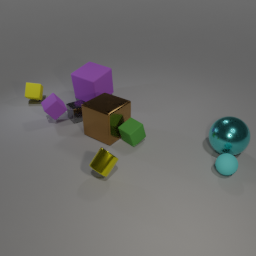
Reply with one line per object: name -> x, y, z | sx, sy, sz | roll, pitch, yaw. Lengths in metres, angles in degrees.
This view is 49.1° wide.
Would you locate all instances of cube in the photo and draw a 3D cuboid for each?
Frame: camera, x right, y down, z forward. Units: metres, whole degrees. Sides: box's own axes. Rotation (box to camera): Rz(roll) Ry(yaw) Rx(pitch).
cube -> -1.694, -2.158, 13.560 | 1.400, 1.400, 1.400 | 23, 48, 26
cube -> -3.135, -0.919, 11.891 | 0.700, 0.700, 0.700 | -40, 45, 4
cube -> 0.166, 0.156, 10.760 | 0.700, 0.700, 0.700 | -40, 47, -22
cube -> -2.233, -0.722, 12.347 | 0.700, 0.700, 0.700 | -20, 37, -28
cube -> -0.833, -0.400, 11.154 | 1.400, 1.400, 1.400 | 21, 38, 31
cube -> -4.571, -1.778, 13.653 | 0.700, 0.700, 0.700 | 5, -3, -7

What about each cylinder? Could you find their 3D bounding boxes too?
cylinder -> -0.771, 1.090, 8.961 | 0.700, 0.700, 0.700 | 30, 83, 39

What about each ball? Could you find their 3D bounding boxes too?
ball -> 3.584, 0.283, 9.934 | 1.400, 1.400, 1.400 | 0, 32, 0
ball -> 3.192, 1.176, 9.058 | 0.700, 0.700, 0.700 | 0, 32, 0
